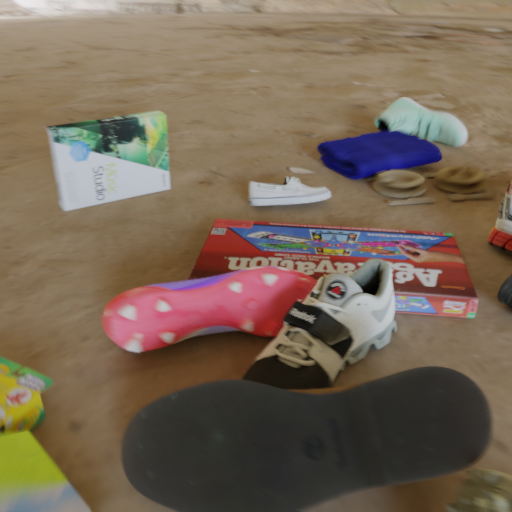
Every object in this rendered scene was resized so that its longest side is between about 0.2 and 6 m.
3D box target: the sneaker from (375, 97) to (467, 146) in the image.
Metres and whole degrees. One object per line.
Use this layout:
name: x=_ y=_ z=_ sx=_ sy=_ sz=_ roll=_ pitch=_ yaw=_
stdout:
sneaker: x=4.015 y=-3.083 z=13.933 sx=1.296 sy=0.808 sz=2.197 roll=-38 pitch=54 yaw=-22

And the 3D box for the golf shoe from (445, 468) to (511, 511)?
golf shoe: x=2.374 y=2.574 z=3.404 sx=1.387 sy=1.117 sz=2.853 roll=11 pitch=27 yaw=-31

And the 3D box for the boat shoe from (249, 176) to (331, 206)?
boat shoe: x=0.630 y=-1.246 z=10.554 sx=1.570 sy=0.516 sz=0.565 roll=-4 pitch=10 yaw=-3

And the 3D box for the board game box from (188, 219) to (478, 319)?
board game box: x=1.091 y=0.105 z=8.342 sx=3.849 sy=0.374 sz=1.981 roll=4 pitch=30 yaw=7

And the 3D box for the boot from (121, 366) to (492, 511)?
boot: x=0.384 y=1.679 z=5.048 sx=3.156 sy=1.191 sz=1.162 roll=-9 pitch=72 yaw=10

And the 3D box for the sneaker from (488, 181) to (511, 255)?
sneaker: x=5.308 y=-1.007 z=9.303 sx=3.394 sy=1.394 sz=1.321 roll=-20 pitch=34 yaw=-33

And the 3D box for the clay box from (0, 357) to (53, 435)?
clay box: x=-2.835 y=1.671 z=5.430 sx=0.932 sy=0.386 sz=1.623 roll=15 pitch=32 yaw=25

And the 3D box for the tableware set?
tableware set: x=3.507 y=-1.585 z=11.275 sx=2.287 sy=0.458 sz=1.512 roll=-5 pitch=28 yaw=-6

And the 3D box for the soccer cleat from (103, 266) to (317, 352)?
soccer cleat: x=-0.507 y=0.593 z=6.991 sx=2.742 sy=0.915 sz=1.049 roll=-9 pitch=13 yaw=-19

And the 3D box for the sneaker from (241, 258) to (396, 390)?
sneaker: x=0.699 y=0.794 z=6.270 sx=0.963 sy=1.151 sz=2.600 roll=21 pitch=36 yaw=35

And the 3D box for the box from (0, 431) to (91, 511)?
box: x=-1.916 y=2.023 z=4.341 sx=1.693 sy=0.403 sz=1.032 roll=27 pitch=10 yaw=38

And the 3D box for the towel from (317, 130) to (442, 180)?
towel: x=2.726 y=-2.218 z=12.465 sx=2.283 sy=0.566 sz=1.686 roll=-14 pitch=34 yaw=-22

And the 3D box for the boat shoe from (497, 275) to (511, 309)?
boat shoe: x=4.156 y=0.153 z=7.743 sx=2.278 sy=0.833 sz=0.714 roll=-28 pitch=47 yaw=-34

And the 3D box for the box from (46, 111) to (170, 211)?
box: x=-2.707 y=-1.814 z=10.601 sx=2.168 sy=1.565 sz=0.394 roll=-17 pitch=36 yaw=-28
